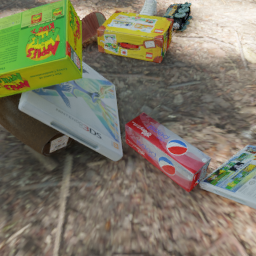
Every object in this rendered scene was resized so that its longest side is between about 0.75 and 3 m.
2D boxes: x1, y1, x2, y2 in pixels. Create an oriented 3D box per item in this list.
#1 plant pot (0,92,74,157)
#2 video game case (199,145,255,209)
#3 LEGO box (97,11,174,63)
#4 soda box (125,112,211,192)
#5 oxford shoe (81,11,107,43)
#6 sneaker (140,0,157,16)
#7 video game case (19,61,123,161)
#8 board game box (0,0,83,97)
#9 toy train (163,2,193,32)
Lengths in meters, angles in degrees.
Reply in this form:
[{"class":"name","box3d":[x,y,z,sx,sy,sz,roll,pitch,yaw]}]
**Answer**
[{"class":"plant pot","box3d":[-2.296,-0.335,7.120,1.918,1.918,2.052,-32,68,-28]},{"class":"video game case","box3d":[2.801,0.994,6.102,1.860,0.205,1.695,-30,20,-25]},{"class":"LEGO box","box3d":[0.333,-3.570,10.797,2.480,0.957,1.847,15,46,14]},{"class":"soda box","box3d":[0.884,0.526,6.801,0.678,0.749,2.138,-35,54,-30]},{"class":"oxford shoe","box3d":[-2.195,-3.584,11.036,2.902,1.027,1.071,-28,13,-15]},{"class":"sneaker","box3d":[0.833,-5.300,12.569,0.720,0.958,1.924,13,48,11]},{"class":"video game case","box3d":[-1.290,-0.867,7.233,0.329,2.723,2.987,-38,38,26]},{"class":"board game box","box3d":[-2.366,-1.449,5.593,2.867,0.683,1.457,-11,65,12]},{"class":"toy train","box3d":[2.128,-4.869,12.289,1.144,0.856,2.008,7,46,25]}]
